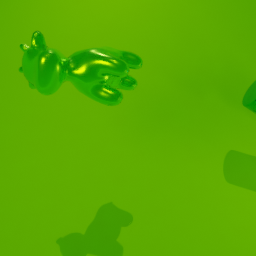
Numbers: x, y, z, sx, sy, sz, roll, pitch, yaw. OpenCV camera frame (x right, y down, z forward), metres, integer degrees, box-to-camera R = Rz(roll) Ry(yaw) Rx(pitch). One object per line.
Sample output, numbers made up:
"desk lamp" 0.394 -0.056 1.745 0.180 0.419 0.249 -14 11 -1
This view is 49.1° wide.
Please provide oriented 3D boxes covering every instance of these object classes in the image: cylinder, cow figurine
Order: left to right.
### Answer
"cow figurine" -0.729 -0.941 4.388 1.613 0.900 1.639 20 28 11
"cylinder" 3.262 -0.639 6.377 0.895 0.895 0.895 32 67 -4
